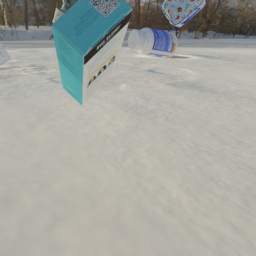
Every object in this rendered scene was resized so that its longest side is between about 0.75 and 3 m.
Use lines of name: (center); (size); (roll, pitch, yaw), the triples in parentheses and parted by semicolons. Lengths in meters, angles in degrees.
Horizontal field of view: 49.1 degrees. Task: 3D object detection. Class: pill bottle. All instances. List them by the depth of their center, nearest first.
pill bottle: (0.796, -2.805, 9.196); (1.527, 0.856, 0.856); (-2, 17, -33)

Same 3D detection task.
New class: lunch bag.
lunch bag: (1.820, -4.027, 9.247); (1.343, 1.076, 0.507); (-38, -9, 24)

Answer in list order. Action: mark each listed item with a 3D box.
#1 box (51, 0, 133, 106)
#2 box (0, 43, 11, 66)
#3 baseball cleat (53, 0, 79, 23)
box: (-0.541, -1.002, 3.961); (0.823, 0.492, 2.000); (-48, 0, -15)
box: (-2.511, -1.451, 3.488); (0.997, 1.967, 1.106); (-37, 26, -14)
baseball cleat: (-0.927, -2.443, 4.968); (1.225, 2.302, 0.803); (-24, 31, -2)
